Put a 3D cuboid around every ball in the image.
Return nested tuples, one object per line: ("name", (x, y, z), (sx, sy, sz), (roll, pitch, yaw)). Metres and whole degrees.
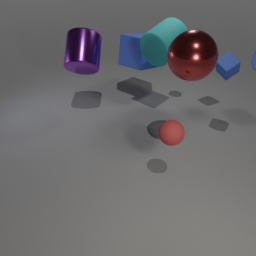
("ball", (1.168, 0.126, 7.508), (0.700, 0.700, 0.700), (0, 32, 0))
("ball", (1.802, -2.017, 7.847), (1.400, 1.400, 1.400), (0, 32, 0))

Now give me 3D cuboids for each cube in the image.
("cube", (0.556, -3.578, 13.004), (1.400, 1.400, 1.400), (25, 31, 34))
("cube", (4.131, -2.561, 11.613), (0.700, 0.700, 0.700), (-34, 62, 0))

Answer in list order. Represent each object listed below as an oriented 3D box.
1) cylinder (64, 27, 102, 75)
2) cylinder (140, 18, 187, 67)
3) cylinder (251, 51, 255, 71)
("cylinder", (-1.787, -3.010, 11.123), (1.400, 1.400, 1.400), (3, -9, 1))
("cylinder", (1.417, -3.314, 10.838), (1.400, 1.400, 1.400), (27, 57, 36))
("cylinder", (4.130, -2.095, 8.412), (0.700, 0.700, 0.700), (16, 38, 24))
